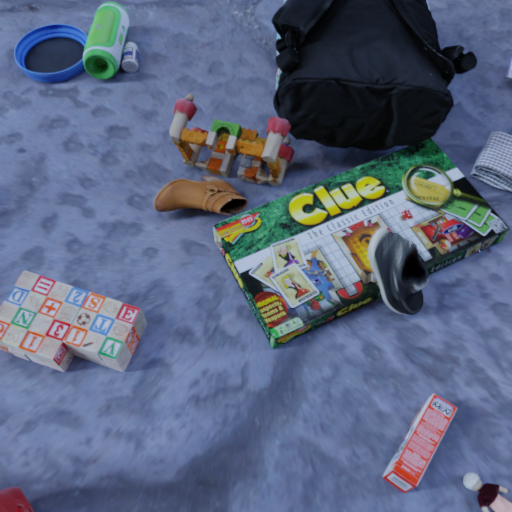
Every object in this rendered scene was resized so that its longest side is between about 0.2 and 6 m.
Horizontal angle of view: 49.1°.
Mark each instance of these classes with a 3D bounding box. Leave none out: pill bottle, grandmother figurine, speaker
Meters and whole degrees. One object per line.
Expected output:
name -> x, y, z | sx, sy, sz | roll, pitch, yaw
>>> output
pill bottle -> -2.904, -4.599, 12.942 | 0.377, 0.377, 0.679 | -3, 60, -2
grandmother figurine -> 3.483, 3.603, 8.248 | 0.970, 0.294, 0.588 | 41, 40, 24
speaker -> -3.436, -4.964, 12.875 | 0.841, 0.841, 1.901 | 1, 58, 1

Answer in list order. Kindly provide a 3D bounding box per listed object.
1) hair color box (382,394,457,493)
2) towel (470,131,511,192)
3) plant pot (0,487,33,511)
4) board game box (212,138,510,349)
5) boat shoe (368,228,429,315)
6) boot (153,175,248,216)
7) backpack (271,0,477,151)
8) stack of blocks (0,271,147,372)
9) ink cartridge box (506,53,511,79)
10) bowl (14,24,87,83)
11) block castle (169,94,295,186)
hair color box -> 2.452, 2.814, 8.417 | 0.430, 0.746, 1.345 | 32, 64, 17
towel -> 5.130, -1.842, 11.232 | 1.309, 0.560, 1.084 | 25, 64, 14
plant pot -> -3.463, 4.014, 7.382 | 1.415, 1.415, 1.288 | -37, 75, -19
board game box -> 1.910, -0.418, 10.426 | 4.885, 0.573, 2.559 | -24, 60, -13
boat shoe -> 2.408, 0.387, 9.007 | 0.695, 2.056, 0.738 | 16, 63, 38
boot -> -1.031, -0.998, 10.527 | 1.533, 0.588, 1.190 | -18, 39, -33
backpack -> 1.875, -4.338, 11.391 | 3.718, 2.820, 4.456 | 6, 57, -10
stack of blocks -> -3.142, 1.227, 9.387 | 2.220, 0.650, 1.278 | 16, 61, 9
ink cartridge box -> 6.509, -3.971, 12.600 | 1.780, 0.349, 0.885 | 19, 62, 9
bowl -> -4.701, -4.698, 13.023 | 1.722, 0.338, 1.722 | 0, 59, 0
block castle -> -0.420, -2.244, 10.756 | 2.240, 1.497, 1.051 | 14, 76, 13
